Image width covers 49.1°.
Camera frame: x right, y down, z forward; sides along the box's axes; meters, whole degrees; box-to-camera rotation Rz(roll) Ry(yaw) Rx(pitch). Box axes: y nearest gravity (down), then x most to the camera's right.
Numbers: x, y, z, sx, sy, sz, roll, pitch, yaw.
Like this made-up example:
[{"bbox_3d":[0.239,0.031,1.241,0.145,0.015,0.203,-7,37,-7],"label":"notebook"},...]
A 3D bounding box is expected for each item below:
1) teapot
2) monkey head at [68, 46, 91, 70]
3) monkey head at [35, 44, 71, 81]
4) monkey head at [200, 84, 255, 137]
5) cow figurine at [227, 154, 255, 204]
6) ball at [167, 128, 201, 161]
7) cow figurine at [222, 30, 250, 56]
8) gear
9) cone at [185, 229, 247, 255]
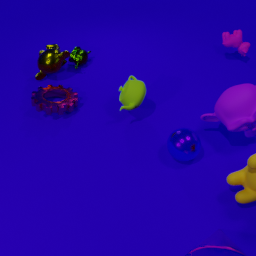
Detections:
[{"bbox_3d":[0.065,-0.913,7.626,0.666,0.846,1.360,23,53,-17],"label":"teapot"},{"bbox_3d":[-1.737,-2.442,9.790,0.613,0.732,1.018,39,58,-14],"label":"monkey head"},{"bbox_3d":[-2.403,-2.133,9.140,1.483,1.067,0.894,-34,57,19],"label":"monkey head"},{"bbox_3d":[2.798,-0.407,6.879,1.826,1.314,1.100,-34,51,11],"label":"monkey head"},{"bbox_3d":[3.064,0.851,5.573,1.668,1.695,0.930,-6,60,-22],"label":"cow figurine"},{"bbox_3d":[1.349,0.398,6.772,0.814,0.814,0.814,0,46,0],"label":"ball"},{"bbox_3d":[3.695,-2.877,9.605,0.922,0.907,0.506,-11,17,-2],"label":"cow figurine"},{"bbox_3d":[-2.125,-0.847,8.173,1.321,0.244,1.321,6,36,-4],"label":"gear"},{"bbox_3d":[1.660,2.260,5.080,1.356,1.356,1.361,14,21,13],"label":"cone"}]
